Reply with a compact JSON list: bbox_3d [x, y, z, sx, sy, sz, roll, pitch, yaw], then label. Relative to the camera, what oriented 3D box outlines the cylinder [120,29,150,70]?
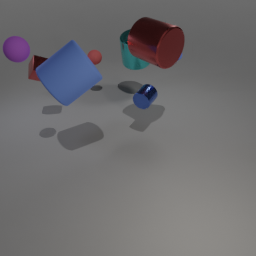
[{"bbox_3d":[0.366,-3.700,13.182,1.400,1.400,1.400,-3,49,4],"label":"cylinder"}]

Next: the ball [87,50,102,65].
[{"bbox_3d":[-1.600,-3.396,13.440,0.700,0.700,0.700,0,32,0],"label":"ball"}]

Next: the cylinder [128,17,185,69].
[{"bbox_3d":[0.945,-2.885,9.485,1.400,1.400,1.400,-26,45,-35],"label":"cylinder"}]

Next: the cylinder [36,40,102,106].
[{"bbox_3d":[-1.711,-1.602,8.257,1.400,1.400,1.400,-37,36,4],"label":"cylinder"}]

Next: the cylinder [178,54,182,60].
[{"bbox_3d":[1.539,-2.715,10.446,0.700,0.700,0.700,-27,6,47],"label":"cylinder"}]

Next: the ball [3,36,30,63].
[{"bbox_3d":[-3.051,-2.153,7.670,0.700,0.700,0.700,0,32,0],"label":"ball"}]

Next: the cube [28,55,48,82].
[{"bbox_3d":[-3.437,-2.298,10.918,0.700,0.700,0.700,8,65,-33],"label":"cube"}]

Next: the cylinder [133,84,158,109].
[{"bbox_3d":[0.640,-1.159,10.367,0.700,0.700,0.700,18,46,26],"label":"cylinder"}]
